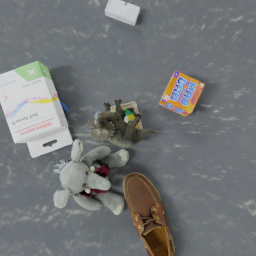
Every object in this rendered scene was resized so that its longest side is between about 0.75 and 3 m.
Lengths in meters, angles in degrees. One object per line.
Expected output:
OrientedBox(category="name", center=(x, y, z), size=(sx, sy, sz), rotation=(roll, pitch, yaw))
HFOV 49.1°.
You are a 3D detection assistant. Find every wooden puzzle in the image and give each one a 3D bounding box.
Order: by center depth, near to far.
OrientedBox(category="wooden puzzle", center=(-0.089, -0.229, 8.655), size=(0.952, 0.192, 1.029), rotation=(-14, 87, -1))

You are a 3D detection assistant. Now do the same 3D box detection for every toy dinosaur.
OrientedBox(category="toy dinosaur", center=(-0.252, 0.000, 7.802), size=(0.972, 2.524, 1.291), rotation=(-3, 66, 41))

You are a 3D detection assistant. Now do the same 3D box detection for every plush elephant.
OrientedBox(category="plush elephant", center=(-1.106, 1.371, 7.733), size=(2.349, 1.819, 1.935), rotation=(13, 86, 1))

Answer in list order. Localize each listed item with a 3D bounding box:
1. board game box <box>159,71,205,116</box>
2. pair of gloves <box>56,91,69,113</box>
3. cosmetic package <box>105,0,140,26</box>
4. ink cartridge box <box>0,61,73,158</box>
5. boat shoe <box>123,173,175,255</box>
OrientedBox(category="board game box", center=(1.565, -0.994, 8.333), size=(0.923, 0.923, 0.924), rotation=(25, 87, 2))
OrientedBox(category="pair of gloves", center=(-2.535, -0.550, 8.703), size=(1.342, 0.153, 1.079), rotation=(-13, 88, 0))
OrientedBox(category="cosmetic package", center=(-0.174, -3.658, 8.785), size=(1.003, 0.371, 0.510), rotation=(20, 86, 0))
OrientedBox(category="ink cartridge box", center=(-2.733, -0.478, 8.202), size=(1.466, 0.843, 2.504), rotation=(-21, 88, 1))
OrientedBox(category="boat shoe", center=(0.664, 2.653, 8.082), size=(1.027, 0.963, 2.852), rotation=(-21, 87, -1))
